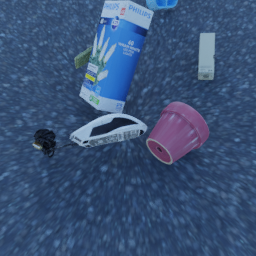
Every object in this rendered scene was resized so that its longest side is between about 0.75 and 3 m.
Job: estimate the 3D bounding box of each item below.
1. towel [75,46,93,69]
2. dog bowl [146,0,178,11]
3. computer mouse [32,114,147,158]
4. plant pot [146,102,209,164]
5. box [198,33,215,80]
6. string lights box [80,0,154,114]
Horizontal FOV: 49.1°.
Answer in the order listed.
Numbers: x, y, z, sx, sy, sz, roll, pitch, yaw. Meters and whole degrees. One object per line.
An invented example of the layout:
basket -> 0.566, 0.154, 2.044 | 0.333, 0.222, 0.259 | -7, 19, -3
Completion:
towel -> -1.292, -2.144, 8.458 | 0.776, 0.575, 0.142 | -39, 80, -19
dog bowl -> 1.276, -4.699, 10.124 | 1.459, 0.813, 0.362 | -23, 32, -37
computer mouse -> -0.904, 0.099, 6.887 | 2.741, 1.503, 0.601 | -12, 74, -5
plant pot -> 1.162, 0.211, 7.099 | 1.333, 1.333, 1.193 | 39, 68, 21
box -> 2.465, -2.238, 8.782 | 0.470, 0.565, 1.375 | 3, 76, 14
string lights box -> -0.381, -1.882, 7.451 | 0.790, 2.680, 1.377 | 9, 16, -33
